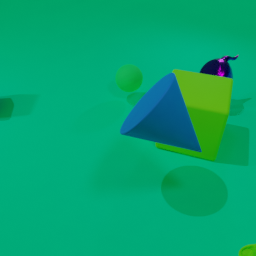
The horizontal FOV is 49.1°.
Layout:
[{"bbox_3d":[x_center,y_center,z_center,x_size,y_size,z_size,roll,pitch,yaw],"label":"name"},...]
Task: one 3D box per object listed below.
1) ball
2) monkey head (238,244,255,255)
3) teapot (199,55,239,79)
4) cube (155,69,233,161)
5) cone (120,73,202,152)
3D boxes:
[{"bbox_3d":[0.032,-1.371,7.725,0.758,0.758,0.758,0,41,0],"label":"ball"},{"bbox_3d":[2.116,1.672,4.050,1.018,0.613,0.732,-14,70,7],"label":"monkey head"},{"bbox_3d":[2.382,-1.381,7.397,0.727,1.485,0.923,26,10,-32],"label":"teapot"},{"bbox_3d":[1.511,-0.332,6.457,1.391,1.391,1.391,13,42,15],"label":"cube"},{"bbox_3d":[0.770,0.001,4.661,1.296,1.291,1.291,40,43,-11],"label":"cone"}]
